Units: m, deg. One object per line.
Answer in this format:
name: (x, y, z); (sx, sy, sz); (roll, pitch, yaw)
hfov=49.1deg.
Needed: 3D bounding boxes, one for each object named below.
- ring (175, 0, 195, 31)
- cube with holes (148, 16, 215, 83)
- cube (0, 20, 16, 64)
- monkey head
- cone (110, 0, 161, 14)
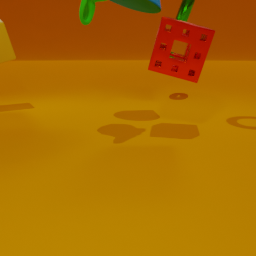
ring: (2.029, -4.216, 10.133); (0.395, 1.976, 1.976); (20, 16, 1)
cube with holes: (1.012, -1.570, 5.499); (0.964, 0.964, 0.964); (16, 24, 2)
cube: (-4.210, -2.589, 8.401); (1.118, 1.118, 1.118); (-24, 40, -22)
monkey head: (-0.549, -2.643, 4.327); (1.192, 1.978, 1.423); (9, 24, 25)
cone: (0.247, -3.627, 6.257); (1.547, 1.553, 1.547); (17, 11, -3)
